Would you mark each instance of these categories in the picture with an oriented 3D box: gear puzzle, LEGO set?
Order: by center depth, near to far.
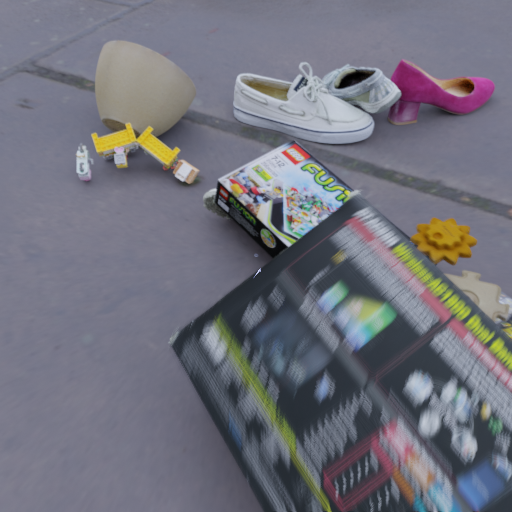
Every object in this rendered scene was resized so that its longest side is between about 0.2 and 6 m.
[{"bbox_3d":[2.180,0.622,6.910,1.755,0.444,3.389,14,50,21],"label":"gear puzzle"},{"bbox_3d":[-2.130,-1.791,10.308,2.215,0.824,1.019,3,79,-3],"label":"LEGO set"}]

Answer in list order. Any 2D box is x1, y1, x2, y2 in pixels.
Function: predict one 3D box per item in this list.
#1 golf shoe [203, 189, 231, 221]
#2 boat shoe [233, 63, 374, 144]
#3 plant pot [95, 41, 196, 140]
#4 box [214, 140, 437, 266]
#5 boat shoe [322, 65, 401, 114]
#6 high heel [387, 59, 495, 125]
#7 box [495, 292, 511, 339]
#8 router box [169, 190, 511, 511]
[{"bbox_3d":[-0.064,-1.044,9.330,1.670,0.654,0.812,1,60,-11],"label":"golf shoe"},{"bbox_3d":[0.931,-3.157,11.138,2.944,1.255,1.087,18,47,17],"label":"boat shoe"},{"bbox_3d":[-2.285,-2.963,10.751,1.938,1.938,1.301,18,78,17],"label":"plant pot"},{"bbox_3d":[0.980,-0.376,8.341,1.669,0.527,3.033,-34,66,-30],"label":"box"},{"bbox_3d":[2.001,-3.527,11.410,0.893,0.777,2.423,-41,31,2],"label":"boat shoe"},{"bbox_3d":[3.935,-3.645,11.591,2.758,1.323,0.929,-15,46,-14],"label":"high heel"},{"bbox_3d":[2.861,1.641,6.688,2.432,0.597,1.961,-27,47,-24],"label":"box"},{"bbox_3d":[1.103,1.414,5.464,2.647,1.097,3.532,-38,55,1],"label":"router box"}]
